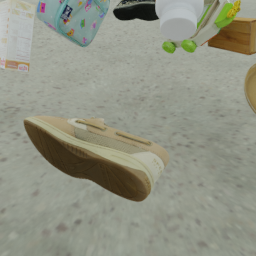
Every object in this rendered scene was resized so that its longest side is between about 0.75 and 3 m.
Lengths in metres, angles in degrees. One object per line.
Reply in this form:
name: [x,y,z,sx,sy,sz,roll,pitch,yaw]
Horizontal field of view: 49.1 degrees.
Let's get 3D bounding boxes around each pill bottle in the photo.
pill bottle: [0.938,-2.418,5.065,0.847,0.847,1.525,4,73,6]

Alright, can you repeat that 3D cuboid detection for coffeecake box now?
coffeecake box: [-3.534,-2.811,8.665,0.722,1.977,1.518,2,14,-38]

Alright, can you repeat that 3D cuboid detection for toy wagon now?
toy wagon: [2.242,-3.228,8.427,2.166,0.552,2.792,-58,32,-5]

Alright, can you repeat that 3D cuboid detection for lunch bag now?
lunch bag: [-1.261,-3.028,6.984,0.792,1.648,2.055,34,8,11]

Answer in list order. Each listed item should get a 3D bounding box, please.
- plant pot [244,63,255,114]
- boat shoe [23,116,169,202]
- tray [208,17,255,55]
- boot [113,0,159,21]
plant pot: [3.468,-0.777,6.590,1.749,0.240,1.749,4,69,-11]
boat shoe: [-0.629,0.306,4.670,2.684,0.956,0.866,21,47,28]
tray: [3.428,-3.146,9.392,0.388,1.034,2.097,-18,29,-15]
boot: [0.490,-3.766,8.144,1.698,0.613,1.282,9,64,30]
